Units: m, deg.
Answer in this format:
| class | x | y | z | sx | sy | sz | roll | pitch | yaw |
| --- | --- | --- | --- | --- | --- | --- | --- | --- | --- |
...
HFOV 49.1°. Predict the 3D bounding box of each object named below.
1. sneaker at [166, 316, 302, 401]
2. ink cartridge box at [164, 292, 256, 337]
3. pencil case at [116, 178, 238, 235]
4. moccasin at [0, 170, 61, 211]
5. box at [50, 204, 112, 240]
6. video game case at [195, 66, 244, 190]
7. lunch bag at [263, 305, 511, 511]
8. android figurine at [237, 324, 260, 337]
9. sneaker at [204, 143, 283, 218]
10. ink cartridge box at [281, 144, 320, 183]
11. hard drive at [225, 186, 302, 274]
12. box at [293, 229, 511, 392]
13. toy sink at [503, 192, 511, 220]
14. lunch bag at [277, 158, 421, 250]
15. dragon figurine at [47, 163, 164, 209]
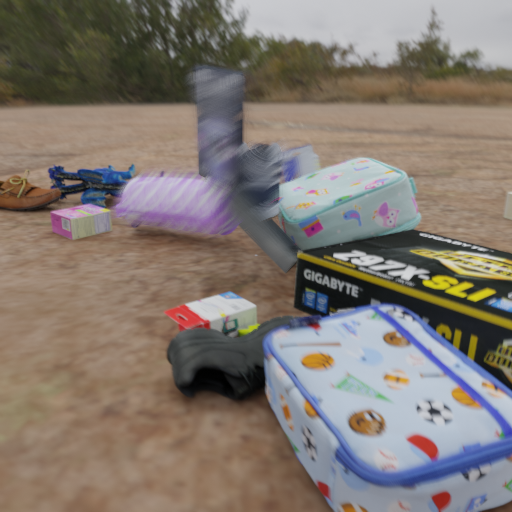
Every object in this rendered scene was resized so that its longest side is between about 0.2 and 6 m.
| class | x | y | z | sx | sy | sz | roll | pitch | yaw |
| --- | --- | --- | --- | --- | --- | --- | --- | --- | --- |
| sneaker | -0.038 | 1.189 | 6.110 | 1.840 | 0.699 | 0.835 | -9 | 30 | -6 |
| ink cartridge box | -0.597 | 0.844 | 7.333 | 1.076 | 0.362 | 0.625 | -14 | 23 | -35 |
| pencil case | -1.545 | -0.997 | 11.161 | 2.517 | 1.056 | 1.076 | 5 | 21 | 26 |
| moccasin | -5.832 | -1.603 | 13.571 | 2.328 | 0.899 | 0.852 | 7 | 20 | 19 |
| box | -3.654 | -0.724 | 11.722 | 0.826 | 0.454 | 0.939 | 18 | 25 | 41 |
| video game case | -0.611 | -2.082 | 9.170 | 0.175 | 1.847 | 1.320 | -15 | 29 | -30 |
| lunch bag | 1.179 | 1.273 | 5.107 | 1.881 | 0.887 | 2.348 | -10 | 27 | -16 |
| android figurine | 0.144 | 1.038 | 7.095 | 0.767 | 0.157 | 0.698 | -2 | 19 | -3 |
| sneaker | -0.213 | -1.512 | 9.640 | 0.722 | 1.118 | 2.061 | -9 | 30 | -31 |
| ink cartridge box | 0.962 | -1.874 | 12.007 | 0.858 | 0.868 | 0.204 | -7 | 3 | 41 |
| hard drive | 0.099 | -0.385 | 8.574 | 0.233 | 1.416 | 0.988 | -43 | -6 | -12 |
| box | 2.708 | 0.548 | 7.107 | 2.867 | 0.886 | 3.591 | -12 | 22 | -41 |
| toy sink | 6.216 | -1.047 | 12.358 | 0.751 | 0.646 | 1.153 | -8 | 21 | -21 |
| lunch bag | 1.604 | -0.895 | 10.326 | 2.402 | 1.154 | 2.995 | -18 | 19 | 1 |
| dragon figurine | -3.809 | -1.735 | 13.866 | 3.284 | 0.966 | 1.633 | 14 | 23 | 35 |
